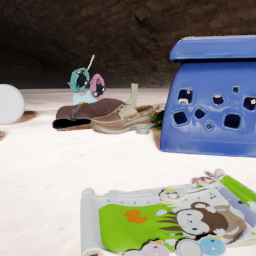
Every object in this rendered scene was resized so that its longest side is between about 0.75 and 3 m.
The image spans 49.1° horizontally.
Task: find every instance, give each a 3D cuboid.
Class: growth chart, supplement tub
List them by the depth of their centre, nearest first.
[{"bbox_3d":[0.601,0.969,3.287,2.476,0.220,1.792,-4,12,-18],"label":"growth chart"},{"bbox_3d":[-4.636,-0.932,10.552,1.407,1.407,1.936,-4,11,-22],"label":"supplement tub"}]

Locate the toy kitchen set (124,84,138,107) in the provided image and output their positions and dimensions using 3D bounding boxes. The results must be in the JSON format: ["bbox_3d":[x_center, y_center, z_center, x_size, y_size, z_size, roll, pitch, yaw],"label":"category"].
[{"bbox_3d":[-0.276,-1.780,15.447,1.534,1.384,1.252,4,9,-1],"label":"toy kitchen set"}]

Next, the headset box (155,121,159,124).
[{"bbox_3d":[1.091,-0.293,10.035,0.885,0.342,0.658,11,15,43],"label":"headset box"}]

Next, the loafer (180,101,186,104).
[{"bbox_3d":[2.596,-1.072,14.457,1.131,0.382,0.430,-22,14,-23],"label":"loafer"}]

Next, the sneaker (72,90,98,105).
[{"bbox_3d":[-2.061,-1.709,16.314,2.336,0.957,0.863,-3,11,-14],"label":"sneaker"}]

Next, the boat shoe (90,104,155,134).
[{"bbox_3d":[-0.112,-0.356,8.615,2.318,0.832,0.878,-8,22,-39],"label":"boat shoe"}]

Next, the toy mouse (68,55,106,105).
[{"bbox_3d":[-1.674,-1.661,11.376,0.557,2.557,2.878,7,9,28],"label":"toy mouse"}]

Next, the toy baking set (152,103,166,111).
[{"bbox_3d":[1.759,-1.180,14.543,1.866,0.217,1.433,-19,8,-30],"label":"toy baking set"}]

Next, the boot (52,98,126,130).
[{"bbox_3d":[-1.157,-0.370,9.385,2.552,0.923,2.122,-5,16,-5],"label":"boot"}]

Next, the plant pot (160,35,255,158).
[{"bbox_3d":[2.289,-0.852,6.914,2.823,2.538,2.823,1,10,11],"label":"plant pot"}]

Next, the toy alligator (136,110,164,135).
[{"bbox_3d":[1.413,-0.356,9.025,0.989,0.717,2.984,18,21,41],"label":"toy alligator"}]
